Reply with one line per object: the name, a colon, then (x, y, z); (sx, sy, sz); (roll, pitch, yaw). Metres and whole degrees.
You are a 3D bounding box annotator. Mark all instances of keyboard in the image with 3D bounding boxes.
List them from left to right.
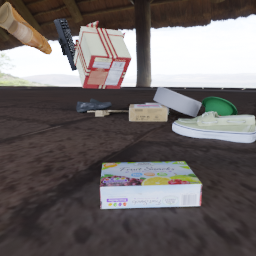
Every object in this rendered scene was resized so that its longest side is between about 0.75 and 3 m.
keyboard: (-3.002, -4.165, 14.096); (0.327, 2.552, 1.533); (-11, 19, 21)

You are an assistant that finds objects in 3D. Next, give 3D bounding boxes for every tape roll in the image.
tape roll: (2.390, -1.289, 13.532); (2.229, 0.736, 2.229); (21, 11, -4)

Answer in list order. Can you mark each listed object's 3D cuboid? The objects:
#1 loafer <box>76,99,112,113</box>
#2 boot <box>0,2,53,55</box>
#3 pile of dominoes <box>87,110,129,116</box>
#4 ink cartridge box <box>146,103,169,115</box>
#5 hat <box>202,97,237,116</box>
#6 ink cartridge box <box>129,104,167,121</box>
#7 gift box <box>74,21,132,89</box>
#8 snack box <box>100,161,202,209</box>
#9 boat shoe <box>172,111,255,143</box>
loafer: (-1.779, -1.206, 14.451); (1.911, 0.671, 0.649); (-6, -5, 15)
boot: (-2.431, -2.279, 6.593); (1.386, 0.511, 1.073); (54, 15, 30)
pile of dominoes: (-1.005, -0.736, 14.231); (1.414, 0.289, 1.814); (0, 2, 32)
ink cartridge box: (1.484, -1.025, 14.769); (0.847, 0.487, 1.446); (-2, 12, -18)
hat: (3.602, -0.300, 11.880); (1.508, 1.602, 1.820); (7, -24, 47)
ink cartridge box: (0.887, -0.700, 12.699); (1.671, 0.628, 1.377); (0, 12, 1)
gift box: (-0.751, -2.277, 8.642); (1.505, 1.631, 1.523); (0, 51, -29)
snack box: (0.323, 0.917, 4.713); (1.541, 0.408, 1.096); (-1, 11, -3)
boat shoe: (2.735, -0.120, 9.056); (2.680, 0.831, 0.965); (6, 12, 30)
